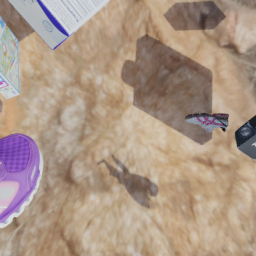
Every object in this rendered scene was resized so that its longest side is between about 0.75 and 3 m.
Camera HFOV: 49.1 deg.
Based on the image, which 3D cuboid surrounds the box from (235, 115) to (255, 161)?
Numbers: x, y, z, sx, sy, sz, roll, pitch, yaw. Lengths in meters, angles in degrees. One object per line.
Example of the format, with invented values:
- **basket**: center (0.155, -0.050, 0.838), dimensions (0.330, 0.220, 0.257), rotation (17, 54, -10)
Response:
- **box**: center (3.138, 0.009, 4.459), dimensions (1.728, 2.157, 0.469), rotation (31, 38, -13)

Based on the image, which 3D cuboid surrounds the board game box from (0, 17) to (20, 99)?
- **board game box**: center (-2.618, -1.597, 5.572), dimensions (0.297, 1.165, 1.733), rotation (-19, 55, 3)

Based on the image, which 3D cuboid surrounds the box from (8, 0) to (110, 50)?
- **box**: center (-1.205, -2.408, 4.929), dimensions (1.350, 0.770, 1.468), rotation (49, 57, -22)

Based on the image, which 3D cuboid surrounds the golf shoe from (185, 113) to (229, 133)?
- **golf shoe**: center (1.661, -0.109, 5.875), dimensions (0.934, 0.339, 0.430), rotation (2, 96, -3)

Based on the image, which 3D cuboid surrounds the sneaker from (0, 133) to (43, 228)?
- **sneaker**: center (-2.114, 0.897, 3.382), dimensions (1.055, 1.160, 2.623), rotation (33, 54, 14)
